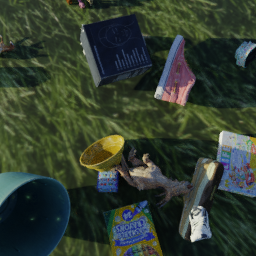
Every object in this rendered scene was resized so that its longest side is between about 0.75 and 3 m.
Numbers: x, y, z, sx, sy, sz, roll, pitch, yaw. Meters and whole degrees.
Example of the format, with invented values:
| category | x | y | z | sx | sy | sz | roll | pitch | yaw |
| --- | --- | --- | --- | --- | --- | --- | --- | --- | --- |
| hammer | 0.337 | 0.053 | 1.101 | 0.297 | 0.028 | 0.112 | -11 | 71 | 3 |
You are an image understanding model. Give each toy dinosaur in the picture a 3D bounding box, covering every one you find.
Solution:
| category | x | y | z | sx | sy | sz | roll | pitch | yaw |
| --- | --- | --- | --- | --- | --- | --- | --- | --- | --- |
| toy dinosaur | 0.597 | 1.711 | 9.327 | 2.722 | 1.845 | 1.168 | 17 | 65 | 46 |

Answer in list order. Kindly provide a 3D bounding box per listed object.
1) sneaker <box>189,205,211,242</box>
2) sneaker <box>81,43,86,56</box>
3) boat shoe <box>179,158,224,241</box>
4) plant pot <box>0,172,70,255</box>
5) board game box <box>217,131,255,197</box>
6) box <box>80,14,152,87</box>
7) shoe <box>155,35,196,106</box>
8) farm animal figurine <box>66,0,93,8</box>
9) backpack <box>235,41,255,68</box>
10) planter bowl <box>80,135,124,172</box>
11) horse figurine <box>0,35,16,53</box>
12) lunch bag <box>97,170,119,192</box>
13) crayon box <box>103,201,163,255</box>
| category | x | y | z | sx | sy | sz | roll | pitch | yaw |
| --- | --- | --- | --- | --- | --- | --- | --- | --- | --- |
| sneaker | 1.825 | 2.440 | 7.279 | 0.515 | 1.289 | 0.839 | -23 | 67 | 21 |
| sneaker | -1.462 | -3.064 | 11.591 | 0.635 | 0.589 | 1.567 | -26 | 75 | 14 |
| boat shoe | 2.252 | 2.306 | 9.394 | 1.045 | 0.984 | 2.745 | 17 | 73 | 41 |
| plant pot | -3.435 | 2.518 | 8.375 | 2.132 | 2.656 | 2.656 | 10 | 66 | 36 |
| board game box | 3.895 | 1.252 | 9.982 | 1.401 | 0.357 | 2.084 | 13 | 70 | 5 |
| box | -0.498 | -2.920 | 10.667 | 2.066 | 1.303 | 2.102 | -18 | 89 | -16 |
| shoe | 2.072 | -2.257 | 11.033 | 1.281 | 1.006 | 2.816 | 18 | 75 | 5 |
| farm animal figurine | -2.187 | -6.097 | 12.622 | 1.281 | 0.668 | 1.267 | 2 | 69 | 1 |
| backpack | 4.779 | -2.964 | 11.357 | 0.732 | 0.840 | 0.955 | 30 | 71 | 28 |
| planter bowl | -0.756 | 1.019 | 9.709 | 1.685 | 1.685 | 0.702 | -31 | 114 | -11 |
| horse figurine | -5.551 | -3.366 | 11.712 | 1.392 | 0.347 | 0.922 | -39 | 91 | -22 |
| lunch bag | -0.691 | 1.743 | 9.812 | 0.694 | 0.434 | 0.922 | 1 | 60 | 3 |
| crayon box | 0.217 | 3.684 | 8.927 | 1.481 | 0.607 | 2.355 | -15 | 70 | -5 |
